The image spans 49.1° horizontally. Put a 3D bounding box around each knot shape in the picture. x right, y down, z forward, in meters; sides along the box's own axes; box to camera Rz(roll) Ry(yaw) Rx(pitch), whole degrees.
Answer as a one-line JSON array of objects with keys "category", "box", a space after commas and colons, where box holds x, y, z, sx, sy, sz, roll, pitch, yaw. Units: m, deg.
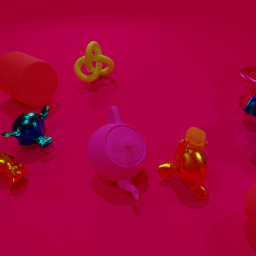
[{"category": "knot shape", "box": [3.852, -1.234, 7.811, 1.954, 0.965, 2.088, -48, 19, -11]}, {"category": "knot shape", "box": [-1.055, -2.124, 9.399, 1.237, 1.321, 0.611, 16, 15, -38]}]

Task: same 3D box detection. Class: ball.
[{"category": "ball", "box": [2.633, 1.414, 4.945, 1.070, 1.070, 1.070, 0, 39, 0]}]

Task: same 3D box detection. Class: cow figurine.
[{"category": "cow figurine", "box": [-2.651, 0.805, 6.006, 0.510, 0.929, 0.914, -57, 27, -3]}]

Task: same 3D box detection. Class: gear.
[{"category": "gear", "box": [3.699, -0.121, 6.632, 1.896, 0.351, 1.896, 25, 12, -6]}]

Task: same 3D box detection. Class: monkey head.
[{"category": "monkey head", "box": [-2.261, 0.045, 6.670, 0.942, 0.789, 1.310, 20, 46, 33]}, {"category": "monkey head", "box": [1.146, 0.842, 5.807, 0.969, 1.346, 0.811, -23, 13, -3]}]

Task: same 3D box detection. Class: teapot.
[{"category": "teapot", "box": [1.630, 0.327, 6.673, 0.535, 0.679, 1.092, 9, 8, 7]}, {"category": "teapot", "box": [-0.152, 0.522, 5.943, 1.292, 1.017, 2.078, -4, 71, -27]}]

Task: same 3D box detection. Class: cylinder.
[{"category": "cylinder", "box": [-2.997, -1.459, 8.255, 1.335, 1.335, 1.335, 26, 45, 34]}]
